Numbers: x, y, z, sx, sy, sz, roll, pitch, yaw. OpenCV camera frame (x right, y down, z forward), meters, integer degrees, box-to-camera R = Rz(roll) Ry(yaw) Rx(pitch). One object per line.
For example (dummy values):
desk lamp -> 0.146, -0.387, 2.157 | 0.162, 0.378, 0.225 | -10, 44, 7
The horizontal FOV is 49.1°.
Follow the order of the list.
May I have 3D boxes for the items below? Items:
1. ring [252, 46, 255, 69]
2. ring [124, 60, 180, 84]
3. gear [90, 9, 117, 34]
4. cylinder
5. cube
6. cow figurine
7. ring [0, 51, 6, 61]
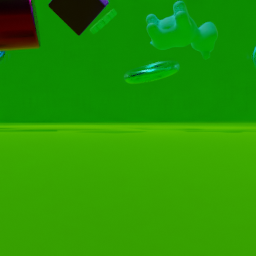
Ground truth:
ring -> 4.992, -2.531, 9.874 | 0.272, 1.359, 1.359 | -10, 5, -26
ring -> 0.608, -1.455, 7.261 | 1.464, 0.293, 1.464 | -13, 17, 4
gear -> -0.935, -4.048, 10.646 | 1.180, 0.218, 1.180 | -35, 23, 17
cylinder -> -2.851, -2.514, 6.579 | 1.341, 1.341, 1.341 | -8, 3, -12
cube -> -1.047, -2.710, 6.122 | 0.866, 0.866, 0.866 | -40, 21, 21
cow figurine -> 1.191, -1.989, 6.092 | 1.401, 0.769, 1.379 | -17, -41, 21
ring -> -4.485, -2.624, 8.399 | 1.642, 1.642, 0.328 | -1, -8, -43
